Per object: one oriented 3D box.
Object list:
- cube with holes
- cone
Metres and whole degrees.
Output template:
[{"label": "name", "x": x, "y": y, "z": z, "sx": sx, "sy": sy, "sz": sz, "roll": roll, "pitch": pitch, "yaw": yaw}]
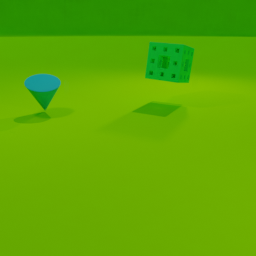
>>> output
[{"label": "cube with holes", "x": 1.332, "y": -2.056, "z": 8.879, "sx": 1.103, "sy": 1.103, "sz": 1.103, "roll": 13, "pitch": 14, "yaw": 27}, {"label": "cone", "x": -2.434, "y": -0.896, "z": 8.108, "sx": 0.972, "sy": 0.976, "sz": 0.972, "roll": 5, "pitch": 39, "yaw": -4}]
